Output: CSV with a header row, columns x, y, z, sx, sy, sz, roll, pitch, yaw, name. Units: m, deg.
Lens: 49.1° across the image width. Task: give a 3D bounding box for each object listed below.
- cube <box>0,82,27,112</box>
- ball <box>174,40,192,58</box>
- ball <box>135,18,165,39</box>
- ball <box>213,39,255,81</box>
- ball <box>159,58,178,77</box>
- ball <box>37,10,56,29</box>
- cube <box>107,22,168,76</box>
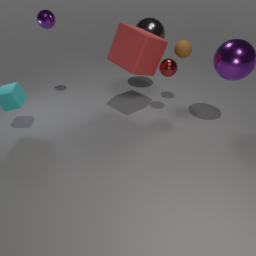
x,y,z,sx,sy,sz,roll,pitch,yaw,name
-4.209,-1.120,10.085,0.700,0.700,0.700,-11,41,13,cube
2.198,-3.139,11.146,0.700,0.700,0.700,0,32,0,ball
0.936,-4.132,12.387,1.400,1.400,1.400,0,32,0,ball
3.653,-2.329,9.611,1.400,1.400,1.400,0,32,0,ball
1.543,-2.302,10.713,0.700,0.700,0.700,0,32,0,ball
-3.145,-4.178,10.776,0.700,0.700,0.700,0,32,0,ball
0.349,-2.868,10.335,1.400,1.400,1.400,37,26,29,cube
